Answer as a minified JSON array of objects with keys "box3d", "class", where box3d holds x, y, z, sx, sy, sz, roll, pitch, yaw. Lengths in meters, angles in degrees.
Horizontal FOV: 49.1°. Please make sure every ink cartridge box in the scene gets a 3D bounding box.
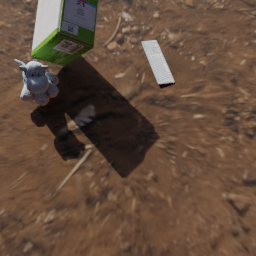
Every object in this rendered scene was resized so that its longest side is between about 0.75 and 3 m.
[{"box3d":[-1.646,-3.225,7.398,0.994,1.939,2.624,11,80,-35],"class":"ink cartridge box"}]

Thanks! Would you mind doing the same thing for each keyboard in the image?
[{"box3d":[0.870,-1.985,8.312,0.492,0.093,1.748,-13,61,-8],"class":"keyboard"}]

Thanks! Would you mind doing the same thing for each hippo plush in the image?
[{"box3d":[-2.222,-1.289,7.135,1.054,1.064,1.323,-8,86,-25],"class":"hippo plush"}]
